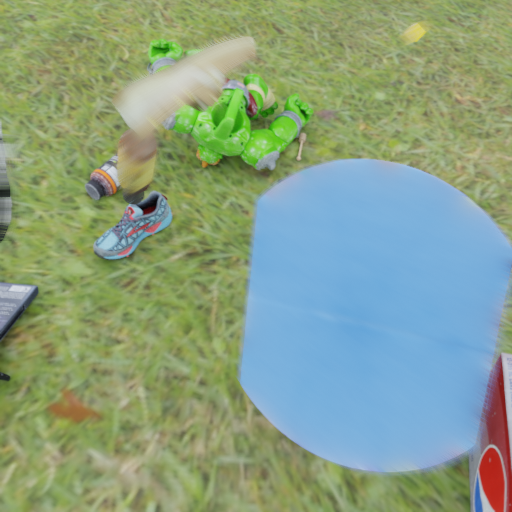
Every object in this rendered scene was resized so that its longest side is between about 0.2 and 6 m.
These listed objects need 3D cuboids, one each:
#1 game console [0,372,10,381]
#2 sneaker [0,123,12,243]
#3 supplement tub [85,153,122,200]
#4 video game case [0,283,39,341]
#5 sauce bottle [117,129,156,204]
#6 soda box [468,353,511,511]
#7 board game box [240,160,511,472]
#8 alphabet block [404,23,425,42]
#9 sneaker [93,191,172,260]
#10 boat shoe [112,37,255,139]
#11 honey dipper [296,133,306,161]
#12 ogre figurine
[{"bbox_3d":[-4.302,1.868,8.082,1.057,0.929,0.615,8,69,7],"label":"game console"},{"bbox_3d":[-3.716,-1.356,7.245,0.966,2.908,1.316,-13,28,-24],"label":"sneaker"},{"bbox_3d":[-2.865,-1.567,11.075,0.576,0.576,1.078,28,56,22],"label":"supplement tub"},{"bbox_3d":[-4.508,0.997,8.755,1.411,0.187,1.975,5,31,4],"label":"video game case"},{"bbox_3d":[-1.839,-1.285,8.559,0.561,1.701,0.561,5,67,-12],"label":"sauce bottle"},{"bbox_3d":[3.324,3.582,6.016,1.536,1.696,4.843,9,50,7],"label":"soda box"},{"bbox_3d":[1.161,0.609,5.835,2.507,3.173,0.618,11,14,24],"label":"board game box"},{"bbox_3d":[3.046,-4.290,10.768,0.250,0.251,0.256,38,16,-14],"label":"alphabet block"},{"bbox_3d":[-2.293,-0.618,10.125,0.663,0.798,1.671,34,58,25],"label":"sneaker"},{"bbox_3d":[-0.701,-1.845,6.125,1.718,0.570,0.636,-31,18,-13],"label":"boat shoe"},{"bbox_3d":[0.958,-2.318,12.002,0.149,0.149,0.786,7,54,6],"label":"honey dipper"},{"bbox_3d":[-0.646,-3.005,11.421,3.546,1.740,2.126,34,50,-29],"label":"ogre figurine"}]
